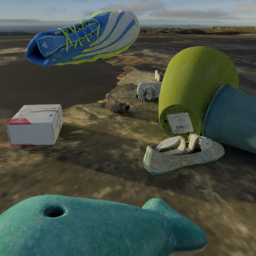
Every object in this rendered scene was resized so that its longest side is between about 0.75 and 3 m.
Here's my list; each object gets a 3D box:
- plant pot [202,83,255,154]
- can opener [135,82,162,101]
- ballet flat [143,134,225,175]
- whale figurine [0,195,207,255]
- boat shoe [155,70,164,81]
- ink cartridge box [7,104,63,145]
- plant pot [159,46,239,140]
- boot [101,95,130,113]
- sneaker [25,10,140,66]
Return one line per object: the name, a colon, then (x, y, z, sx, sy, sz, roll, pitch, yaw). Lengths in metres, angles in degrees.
plant pot: (2.826, -0.125, 6.717, 1.502, 1.533, 1.533, 25, 33, 33)
can opener: (1.628, -1.441, 10.751, 2.673, 0.704, 0.889, 0, 22, 0)
ballet flat: (1.329, 0.473, 6.138, 2.166, 0.675, 0.731, -12, 25, -28)
whale figurine: (-0.306, 1.314, 3.114, 2.742, 1.422, 2.181, -13, 26, -33)
boat shoe: (1.590, -2.617, 14.054, 0.325, 0.392, 1.091, 1, 26, -7)
ink cartridge box: (-2.460, -0.127, 7.640, 1.125, 0.636, 1.536, -2, 22, -4)
plant pot: (1.763, -0.775, 7.734, 2.204, 2.204, 2.355, 9, 38, 22)
boot: (-0.365, -0.807, 9.698, 0.893, 0.429, 1.222, 12, 25, 11)
sneaker: (-1.229, -2.050, 6.883, 2.989, 1.132, 1.570, -11, 19, 26)
